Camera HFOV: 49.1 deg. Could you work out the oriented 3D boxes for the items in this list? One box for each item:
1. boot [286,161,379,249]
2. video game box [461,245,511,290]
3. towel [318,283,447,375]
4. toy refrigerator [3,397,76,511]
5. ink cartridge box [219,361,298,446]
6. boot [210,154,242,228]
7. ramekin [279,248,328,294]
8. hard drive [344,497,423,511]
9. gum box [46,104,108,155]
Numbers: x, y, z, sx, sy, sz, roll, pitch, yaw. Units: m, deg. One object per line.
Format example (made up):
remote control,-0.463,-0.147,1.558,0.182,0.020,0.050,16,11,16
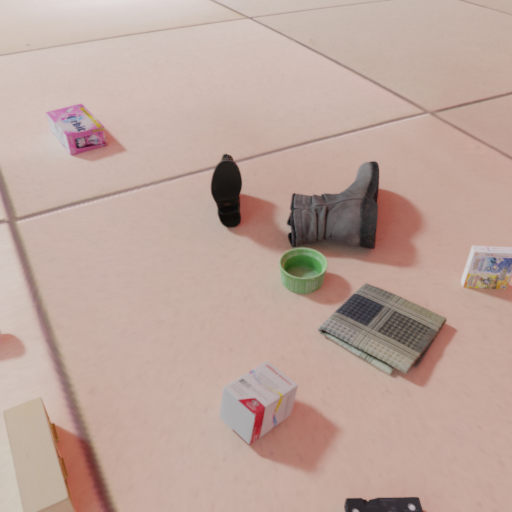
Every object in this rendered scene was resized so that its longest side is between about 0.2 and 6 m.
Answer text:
boot,1.630,-1.199,11.817,1.848,0.980,2.807,4,35,11
video game box,4.204,0.216,10.076,0.810,0.889,0.208,4,41,6
towel,2.146,1.209,9.414,1.661,0.287,1.599,25,42,30
toy refrigerator,-2.786,2.686,7.251,0.574,0.623,1.642,-19,42,-21
ink cartridge box,0.037,2.055,7.908,0.893,0.646,0.649,-23,44,-40
boot,-0.626,-1.635,11.750,0.621,1.794,1.562,-2,46,-2
ramekin,0.860,0.290,10.338,0.895,0.437,0.895,0,39,0
hard drive,1.583,3.516,6.521,0.946,0.256,1.354,-1,39,-1
gum box,-4.689,-3.315,14.654,0.996,0.580,1.755,-23,44,-25
